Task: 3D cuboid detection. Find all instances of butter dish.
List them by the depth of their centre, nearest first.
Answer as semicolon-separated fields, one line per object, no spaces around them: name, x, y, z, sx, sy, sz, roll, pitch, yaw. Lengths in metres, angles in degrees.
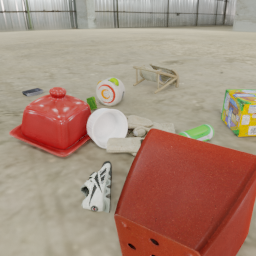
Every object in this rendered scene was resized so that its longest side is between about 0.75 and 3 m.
butter dish;-2.515;-0.534;10.076;2.609;1.934;2.617;20;31;19

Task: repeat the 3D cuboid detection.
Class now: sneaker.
sneaker;-0.839;1.469;7.530;0.832;0.697;1.880;2;25;-1

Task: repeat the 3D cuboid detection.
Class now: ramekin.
ramekin;-0.771;-0.031;9.971;1.420;1.420;0.692;-15;22;-29

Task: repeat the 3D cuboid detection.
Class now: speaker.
speaker;2.456;0.287;10.162;1.440;0.637;0.637;-16;30;-31

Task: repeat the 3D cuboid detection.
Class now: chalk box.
chalk box;4.768;-0.759;11.420;1.428;1.421;2.296;-1;26;-4

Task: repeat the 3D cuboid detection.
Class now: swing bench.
swing bench;1.656;-3.011;16.395;1.989;1.290;1.978;-20;31;-35

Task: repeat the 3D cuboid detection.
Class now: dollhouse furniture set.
dollhouse furniture set;-2.088;-1.047;13.424;1.179;0.592;0.772;-19;5;0

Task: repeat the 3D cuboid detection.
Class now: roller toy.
roller toy;-0.844;-1.802;13.809;1.407;1.283;0.983;-10;19;31

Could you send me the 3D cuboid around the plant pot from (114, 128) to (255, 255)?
plant pot;0.996;1.711;5.442;2.331;2.328;2.054;16;40;30

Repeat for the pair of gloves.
pair of gloves;0.568;0.205;10.340;2.373;0.489;2.791;8;26;8

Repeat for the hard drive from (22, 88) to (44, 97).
hard drive;-5.236;-1.968;15.424;1.002;0.212;0.676;-23;33;-40
